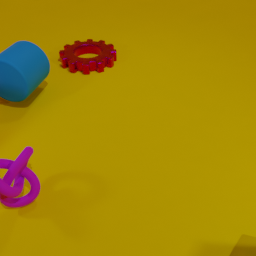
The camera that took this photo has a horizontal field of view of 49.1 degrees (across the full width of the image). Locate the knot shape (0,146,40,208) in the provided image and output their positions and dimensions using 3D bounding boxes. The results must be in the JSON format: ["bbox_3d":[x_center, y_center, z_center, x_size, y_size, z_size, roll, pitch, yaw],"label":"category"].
[{"bbox_3d":[-2.042,0.876,4.964,0.526,1.065,1.139,1,83,18],"label":"knot shape"}]

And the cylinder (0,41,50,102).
[{"bbox_3d":[-2.912,-1.523,7.486,1.227,1.227,1.227,9,40,10],"label":"cylinder"}]

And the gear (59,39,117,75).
[{"bbox_3d":[-1.348,-2.461,9.524,1.892,0.350,1.892,0,41,0],"label":"gear"}]
